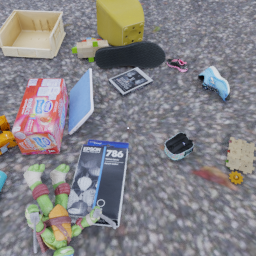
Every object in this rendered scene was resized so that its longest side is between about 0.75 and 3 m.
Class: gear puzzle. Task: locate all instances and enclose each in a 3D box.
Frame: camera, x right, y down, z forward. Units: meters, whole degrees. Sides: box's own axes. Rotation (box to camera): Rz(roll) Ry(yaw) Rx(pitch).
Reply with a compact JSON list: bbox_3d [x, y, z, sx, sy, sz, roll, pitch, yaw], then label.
[{"bbox_3d":[3.435,1.049,8.615,0.854,0.216,1.649,16,54,11],"label":"gear puzzle"}]

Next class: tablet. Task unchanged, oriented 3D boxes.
[{"bbox_3d":[-1.637,-0.953,9.723,0.150,1.428,2.195,26,39,-32],"label":"tablet"}]

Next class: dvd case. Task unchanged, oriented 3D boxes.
[{"bbox_3d":[0.103,-1.845,11.100,1.435,0.177,1.078,-27,54,-22],"label":"dvd case"}]

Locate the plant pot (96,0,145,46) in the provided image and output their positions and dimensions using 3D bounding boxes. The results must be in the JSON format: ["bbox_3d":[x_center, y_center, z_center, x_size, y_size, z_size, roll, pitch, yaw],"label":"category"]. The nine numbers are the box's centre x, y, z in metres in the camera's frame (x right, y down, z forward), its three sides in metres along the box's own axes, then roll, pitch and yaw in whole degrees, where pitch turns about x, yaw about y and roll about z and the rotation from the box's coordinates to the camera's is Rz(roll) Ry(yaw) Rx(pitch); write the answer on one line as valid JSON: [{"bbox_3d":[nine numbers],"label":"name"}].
[{"bbox_3d":[-0.191,-4.680,12.571,1.815,1.803,1.856,-23,59,-19],"label":"plant pot"}]

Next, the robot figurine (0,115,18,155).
[{"bbox_3d":[-4.744,0.539,8.712,2.351,0.684,1.705,-27,54,-22],"label":"robot figurine"}]

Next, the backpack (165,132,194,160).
[{"bbox_3d":[1.541,0.609,8.692,0.812,0.611,0.721,-26,55,-21],"label":"backpack"}]

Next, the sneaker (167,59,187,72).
[{"bbox_3d":[2.055,-2.728,11.673,0.985,0.470,0.389,31,58,26],"label":"sneaker"}]

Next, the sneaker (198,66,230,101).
[{"bbox_3d":[3.271,-1.582,10.683,0.811,0.707,1.803,-23,46,1],"label":"sneaker"}]

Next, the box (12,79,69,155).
[{"bbox_3d":[-2.765,-0.425,9.206,1.227,1.175,2.461,-1,49,-1],"label":"box"}]

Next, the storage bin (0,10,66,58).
[{"bbox_3d":[-4.227,-4.195,12.528,2.308,1.082,2.292,4,49,3],"label":"storage bin"}]

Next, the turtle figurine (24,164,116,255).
[{"bbox_3d":[-1.446,1.744,6.379,1.660,2.307,2.237,-15,59,-20],"label":"turtle figurine"}]

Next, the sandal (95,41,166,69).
[{"bbox_3d":[0.091,-3.087,11.635,2.932,1.102,0.702,-1,33,-1],"label":"sandal"}]

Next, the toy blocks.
[{"bbox_3d":[-1.558,-3.558,12.259,1.766,0.882,1.207,-7,38,-7],"label":"toy blocks"}]

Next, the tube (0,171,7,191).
[{"bbox_3d":[-3.971,2.155,7.460,0.850,0.553,2.196,2,52,16],"label":"tube"}]

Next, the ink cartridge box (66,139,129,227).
[{"bbox_3d":[-0.787,1.340,8.123,1.426,0.562,2.868,3,48,4],"label":"ink cartridge box"}]
